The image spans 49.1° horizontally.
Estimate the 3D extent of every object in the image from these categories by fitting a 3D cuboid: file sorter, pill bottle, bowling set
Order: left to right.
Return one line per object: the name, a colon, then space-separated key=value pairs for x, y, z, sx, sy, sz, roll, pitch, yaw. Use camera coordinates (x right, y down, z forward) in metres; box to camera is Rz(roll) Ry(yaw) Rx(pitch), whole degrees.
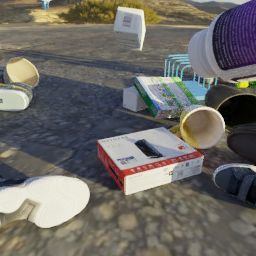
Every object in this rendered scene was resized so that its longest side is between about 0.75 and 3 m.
file sorter: x=2.500 y=-2.143 z=11.595 sx=1.577 sy=1.395 sz=2.273 roll=-5 pitch=26 yaw=-9
bowling set: x=4.076 y=-2.505 z=12.966 sx=2.445 sy=1.313 sz=1.702 roll=-3 pitch=43 yaw=-9
pill bottle: x=2.709 y=-1.833 z=5.849 sx=1.636 sy=1.636 sz=2.936 roll=-15 pitch=8 yaw=-30

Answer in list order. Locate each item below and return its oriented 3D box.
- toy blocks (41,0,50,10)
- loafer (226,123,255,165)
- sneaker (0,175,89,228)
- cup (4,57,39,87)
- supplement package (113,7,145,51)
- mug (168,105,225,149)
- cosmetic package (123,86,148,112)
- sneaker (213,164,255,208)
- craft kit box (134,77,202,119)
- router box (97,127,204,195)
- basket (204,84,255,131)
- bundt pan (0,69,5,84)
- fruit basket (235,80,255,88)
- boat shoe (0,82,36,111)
toy blocks: x=-2.196 y=-3.901 z=7.769 sx=0.378 sy=1.041 sz=0.867 roll=17 pitch=44 yaw=1
loafer: x=3.466 y=0.652 z=5.983 sx=2.917 sy=1.062 sz=1.055 roll=17 pitch=34 yaw=36
sneaker: x=-1.968 y=1.157 z=4.986 sx=2.367 sy=0.893 sz=1.347 roll=-3 pitch=12 yaw=-32
cup: x=-4.654 y=-2.114 z=11.810 sx=0.999 sy=1.396 sz=1.396 roll=-25 pitch=7 yaw=36
supplement package: x=0.071 y=-2.925 z=8.367 sx=0.738 sy=0.735 sz=1.257 roll=10 pitch=-4 yaw=7
mug: x=1.788 y=-0.159 z=7.714 sx=1.401 sy=1.122 sz=1.150 roll=7 pitch=17 yaw=-1
cosmetic package: x=0.342 y=-1.080 z=10.094 sx=0.823 sy=0.688 sz=0.684 roll=-23 pitch=36 yaw=-39
sneaker: x=2.484 y=1.156 z=5.238 sx=1.742 sy=0.683 sz=0.692 roll=10 pitch=21 yaw=18
craft kit box: x=1.346 y=-1.087 z=9.516 sx=1.804 sy=0.443 sz=1.826 roll=-6 pitch=46 yaw=-23
router box: x=0.444 y=0.663 z=6.563 sx=1.920 sy=0.469 sz=1.724 roll=-11 pitch=27 yaw=-23
basket: x=3.193 y=-0.717 z=8.825 sx=1.578 sy=1.190 sz=1.750 roll=-1 pitch=21 yaw=-5
bundt pan: x=-6.275 y=-2.055 z=12.050 sx=2.288 sy=0.859 sz=2.288 roll=1 pitch=24 yaw=0
fruit basket: x=5.311 y=-2.097 z=12.511 sx=1.164 sy=0.840 sz=1.164 roll=-28 pitch=40 yaw=27
boat shoe: x=-4.819 y=-1.201 z=10.188 sx=2.708 sy=0.958 sz=1.229 roll=8 pitch=24 yaw=-1
